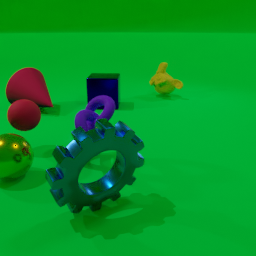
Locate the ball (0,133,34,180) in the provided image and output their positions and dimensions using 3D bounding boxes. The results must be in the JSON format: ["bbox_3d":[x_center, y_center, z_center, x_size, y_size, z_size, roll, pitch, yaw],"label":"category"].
[{"bbox_3d":[-2.228,0.535,5.246,0.877,0.877,0.877,0,21,0],"label":"ball"}]

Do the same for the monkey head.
[{"bbox_3d":[1.481,-1.928,11.156,0.966,1.154,1.604,22,-4,-31],"label":"monkey head"}]

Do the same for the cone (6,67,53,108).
[{"bbox_3d":[-2.898,-1.007,9.129,1.481,1.476,1.476,32,35,28],"label":"cone"}]

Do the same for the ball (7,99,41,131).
[{"bbox_3d":[-2.318,-0.282,6.265,0.714,0.714,0.714,0,21,0],"label":"ball"}]

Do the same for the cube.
[{"bbox_3d":[-0.835,-1.313,9.874,1.073,1.073,1.073,1,21,2],"label":"cube"}]

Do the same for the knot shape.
[{"bbox_3d":[-0.749,0.084,5.775,0.646,1.309,1.399,18,44,-1],"label":"knot shape"}]

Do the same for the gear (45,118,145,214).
[{"bbox_3d":[-0.437,0.590,4.162,1.498,1.498,0.277,-13,37,-32],"label":"gear"}]
